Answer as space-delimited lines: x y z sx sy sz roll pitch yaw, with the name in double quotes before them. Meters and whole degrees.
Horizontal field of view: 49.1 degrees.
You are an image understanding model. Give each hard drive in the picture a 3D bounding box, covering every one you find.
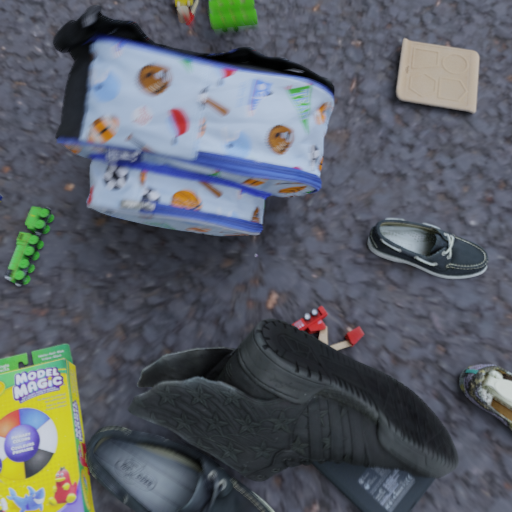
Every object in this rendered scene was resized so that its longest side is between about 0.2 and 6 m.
"hard drive" 1.600 2.976 7.901 1.506 0.248 1.051 41 73 15

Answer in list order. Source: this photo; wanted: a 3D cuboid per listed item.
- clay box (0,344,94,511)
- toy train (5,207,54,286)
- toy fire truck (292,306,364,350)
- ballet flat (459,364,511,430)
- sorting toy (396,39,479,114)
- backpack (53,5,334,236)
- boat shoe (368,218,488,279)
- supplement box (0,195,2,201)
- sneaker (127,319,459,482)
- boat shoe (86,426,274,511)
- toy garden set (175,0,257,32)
"clay box" -3.221 2.536 7.887 1.452 0.601 2.527 -14 69 -6
"toy train" -3.732 -0.176 9.172 0.396 0.293 1.405 9 69 13
"toy fire truck" 0.987 1.224 8.600 1.119 0.273 0.789 -31 75 -9
"ballet flat" 3.963 2.269 7.929 2.189 0.787 0.787 32 71 12
"sorting toy" 3.398 -3.350 10.499 1.521 0.277 1.408 12 68 0
"backpack" -0.713 -1.693 8.127 3.549 3.726 2.870 2 100 1
"boat shoe" 2.795 -0.127 8.980 1.961 0.591 0.741 9 68 3
"supplement box" -4.851 -0.656 9.137 0.695 0.700 1.278 14 68 7
"sneaker" 0.535 2.247 7.586 4.100 2.138 1.231 32 26 -15
"boat shoe" -0.961 3.128 7.403 3.008 0.998 1.124 31 63 11
"toy garden set" -0.842 -4.736 10.709 1.582 0.379 1.898 -6 48 -1
